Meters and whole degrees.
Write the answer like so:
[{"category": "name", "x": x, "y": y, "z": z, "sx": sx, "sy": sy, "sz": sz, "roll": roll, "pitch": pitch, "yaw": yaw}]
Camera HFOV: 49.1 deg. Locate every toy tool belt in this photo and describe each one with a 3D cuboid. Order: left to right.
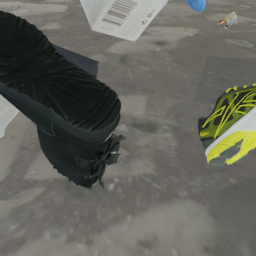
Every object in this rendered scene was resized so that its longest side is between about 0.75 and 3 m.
[{"category": "toy tool belt", "x": 3.632, "y": -3.802, "z": 10.070, "sx": 0.755, "sy": 0.464, "sz": 0.472, "roll": -40, "pitch": 15, "yaw": -19}]

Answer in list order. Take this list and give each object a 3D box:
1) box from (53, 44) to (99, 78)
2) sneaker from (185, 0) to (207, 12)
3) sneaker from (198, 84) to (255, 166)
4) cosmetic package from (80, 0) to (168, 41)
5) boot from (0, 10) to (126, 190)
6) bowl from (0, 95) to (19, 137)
[{"category": "box", "x": -1.584, "y": -1.176, "z": 6.287, "sx": 1.343, "sy": 0.828, "sz": 1.332, "roll": 14, "pitch": -13, "yaw": -32}, {"category": "sneaker", "x": 1.547, "y": -3.784, "z": 7.531, "sx": 0.598, "sy": 1.813, "sz": 0.711, "roll": 3, "pitch": 57, "yaw": 43}, {"category": "sneaker", "x": 1.991, "y": -0.402, "z": 4.513, "sx": 0.897, "sy": 2.408, "sz": 1.019, "roll": 14, "pitch": 40, "yaw": -40}, {"category": "cosmetic package", "x": -0.300, "y": -4.300, "z": 8.772, "sx": 1.829, "sy": 1.828, "sz": 2.217, "roll": 0, "pitch": 61, "yaw": -41}, {"category": "boot", "x": -1.221, "y": -0.239, "z": 4.291, "sx": 2.663, "sy": 2.182, "sz": 0.985, "roll": 35, "pitch": 63, "yaw": 9}, {"category": "bowl", "x": -2.892, "y": -1.344, "z": 5.328, "sx": 1.329, "sy": 2.956, "sz": 2.956, "roll": -40, "pitch": 50, "yaw": -15}]
